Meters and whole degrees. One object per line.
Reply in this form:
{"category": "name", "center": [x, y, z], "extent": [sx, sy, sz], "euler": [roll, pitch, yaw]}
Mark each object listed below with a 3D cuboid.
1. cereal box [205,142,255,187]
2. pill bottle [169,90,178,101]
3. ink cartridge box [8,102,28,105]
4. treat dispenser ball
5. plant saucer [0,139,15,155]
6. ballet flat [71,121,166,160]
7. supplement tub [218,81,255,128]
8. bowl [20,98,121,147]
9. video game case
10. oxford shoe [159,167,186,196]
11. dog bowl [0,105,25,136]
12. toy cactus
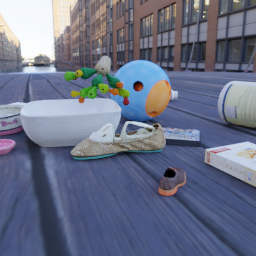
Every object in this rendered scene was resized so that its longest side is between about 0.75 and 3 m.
{"category": "cereal box", "center": [2.819, 0.782, 5.994], "extent": [1.404, 0.386, 1.951], "euler": [-7, 16, -24]}
{"category": "pill bottle", "center": [2.226, -1.843, 15.847], "extent": [1.111, 0.624, 0.624], "euler": [0, 14, 1]}
{"category": "ink cartridge box", "center": [-5.040, -0.790, 12.353], "extent": [1.242, 0.387, 1.543], "euler": [8, 21, 28]}
{"category": "treat dispenser ball", "center": [0.490, -1.423, 10.880], "extent": [2.343, 2.343, 2.343], "euler": [0, 14, 0]}
{"category": "plant saucer", "center": [-3.437, 0.519, 7.394], "extent": [0.870, 0.221, 0.870], "euler": [0, 15, 0]}
{"category": "ballet flat", "center": [-0.223, 0.250, 7.215], "extent": [2.529, 0.826, 0.892], "euler": [-6, 16, -21]}
{"category": "supplement tub", "center": [4.447, -0.782, 9.717], "extent": [1.569, 1.569, 2.164], "euler": [-11, 18, -37]}
{"category": "bowl", "center": [-1.724, -0.219, 8.610], "extent": [2.833, 1.059, 2.837], "euler": [-3, 15, -12]}
{"category": "video game case", "center": [1.477, 0.238, 8.550], "extent": [1.492, 0.190, 1.349], "euler": [3, 14, 13]}
{"category": "oxford shoe", "center": [0.904, 0.930, 5.442], "extent": [0.377, 0.384, 1.058], "euler": [6, 16, 23]}
{"category": "dog bowl", "center": [-4.205, -0.273, 9.410], "extent": [1.782, 0.657, 1.782], "euler": [-2, 18, 1]}
{"category": "toy cactus", "center": [-0.839, -1.462, 8.605], "extent": [2.045, 1.046, 1.687], "euler": [12, 56, 3]}
